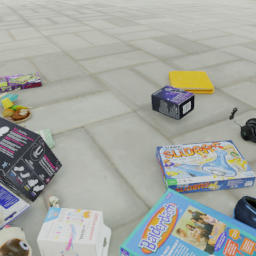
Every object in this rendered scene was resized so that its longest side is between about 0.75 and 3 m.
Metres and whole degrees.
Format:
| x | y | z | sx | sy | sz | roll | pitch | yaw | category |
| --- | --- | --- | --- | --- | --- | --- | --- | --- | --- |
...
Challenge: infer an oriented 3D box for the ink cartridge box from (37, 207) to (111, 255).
| x | y | z | sx | sy | sz | roll | pitch | yaw | category |
| --- | --- | --- | --- | --- | --- | --- | --- | --- | --- |
| -1.160 | 2.512 | 6.449 | 1.459 | 0.913 | 0.938 | 2 | 33 | 4 | ink cartridge box |

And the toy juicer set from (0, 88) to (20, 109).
| x | y | z | sx | sy | sz | roll | pitch | yaw | category |
| --- | --- | --- | --- | --- | --- | --- | --- | --- | --- |
| -5.548 | -1.169 | 12.606 | 1.212 | 0.519 | 1.906 | -21 | 26 | 5 | toy juicer set |

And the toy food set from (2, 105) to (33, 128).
| x | y | z | sx | sy | sz | roll | pitch | yaw | category |
| --- | --- | --- | --- | --- | --- | --- | --- | --- | --- |
| -4.670 | -0.579 | 11.712 | 1.205 | 0.350 | 1.745 | -3 | 33 | -5 | toy food set |

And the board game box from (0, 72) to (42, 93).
| x | y | z | sx | sy | sz | roll | pitch | yaw | category |
| --- | --- | --- | --- | --- | --- | --- | --- | --- | --- |
| -5.779 | -2.368 | 14.499 | 2.398 | 0.387 | 1.439 | -12 | 39 | -18 | board game box |

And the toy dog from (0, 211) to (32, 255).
| x | y | z | sx | sy | sz | roll | pitch | yaw | category |
| --- | --- | --- | --- | --- | --- | --- | --- | --- | --- |
| -3.092 | 2.636 | 5.723 | 2.131 | 1.487 | 2.066 | -2 | 57 | -5 | toy dog |

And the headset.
| x | y | z | sx | sy | sz | roll | pitch | yaw | category |
| --- | --- | --- | --- | --- | --- | --- | --- | --- | --- |
| 4.646 | -0.053 | 10.453 | 1.811 | 0.851 | 1.118 | 32 | 43 | 23 | headset |

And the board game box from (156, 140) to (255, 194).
| x | y | z | sx | sy | sz | roll | pitch | yaw | category |
| --- | --- | --- | --- | --- | --- | --- | --- | --- | --- |
| 2.330 | 1.179 | 8.814 | 2.617 | 0.451 | 1.771 | -5 | 35 | -5 | board game box |

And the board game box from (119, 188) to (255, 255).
| x | y | z | sx | sy | sz | roll | pitch | yaw | category |
| --- | --- | --- | --- | --- | --- | --- | --- | --- | --- |
| 1.630 | 2.790 | 6.246 | 2.950 | 0.664 | 2.243 | 22 | 39 | 30 | board game box |

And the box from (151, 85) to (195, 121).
| x | y | z | sx | sy | sz | roll | pitch | yaw | category |
| --- | --- | --- | --- | --- | --- | --- | --- | --- | --- |
| 1.786 | -1.041 | 11.238 | 1.436 | 0.749 | 1.062 | 26 | 47 | 38 | box |

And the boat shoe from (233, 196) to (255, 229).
| x | y | z | sx | sy | sz | roll | pitch | yaw | category |
| --- | --- | --- | --- | --- | --- | --- | --- | --- | --- |
| 3.904 | 2.368 | 6.689 | 2.582 | 0.886 | 1.087 | 11 | 35 | 15 | boat shoe |

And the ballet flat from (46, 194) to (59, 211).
| x | y | z | sx | sy | sz | roll | pitch | yaw | category |
| --- | --- | --- | --- | --- | --- | --- | --- | --- | --- |
| -1.989 | 2.103 | 7.574 | 0.341 | 0.337 | 1.003 | 25 | 23 | -36 | ballet flat |

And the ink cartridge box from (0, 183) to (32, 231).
| x | y | z | sx | sy | sz | roll | pitch | yaw | category |
| --- | --- | --- | --- | --- | --- | --- | --- | --- | --- |
| -3.679 | 2.075 | 7.584 | 2.200 | 0.431 | 1.094 | 22 | 39 | 32 | ink cartridge box |

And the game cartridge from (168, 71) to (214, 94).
| x | y | z | sx | sy | sz | roll | pitch | yaw | category |
| --- | --- | --- | --- | --- | --- | --- | --- | --- | --- |
| 3.211 | -2.410 | 14.566 | 2.054 | 0.378 | 2.330 | 1 | 31 | 2 | game cartridge |

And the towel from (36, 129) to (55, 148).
| x | y | z | sx | sy | sz | roll | pitch | yaw | category |
| --- | --- | --- | --- | --- | --- | --- | --- | --- | --- |
| -3.617 | 0.507 | 10.195 | 1.692 | 0.198 | 1.290 | -13 | 35 | -19 | towel |

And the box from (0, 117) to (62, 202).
| x | y | z | sx | sy | sz | roll | pitch | yaw | category |
| --- | --- | --- | --- | --- | --- | --- | --- | --- | --- |
| -3.481 | 0.769 | 8.205 | 2.494 | 1.648 | 1.431 | 21 | 60 | 28 | box |
